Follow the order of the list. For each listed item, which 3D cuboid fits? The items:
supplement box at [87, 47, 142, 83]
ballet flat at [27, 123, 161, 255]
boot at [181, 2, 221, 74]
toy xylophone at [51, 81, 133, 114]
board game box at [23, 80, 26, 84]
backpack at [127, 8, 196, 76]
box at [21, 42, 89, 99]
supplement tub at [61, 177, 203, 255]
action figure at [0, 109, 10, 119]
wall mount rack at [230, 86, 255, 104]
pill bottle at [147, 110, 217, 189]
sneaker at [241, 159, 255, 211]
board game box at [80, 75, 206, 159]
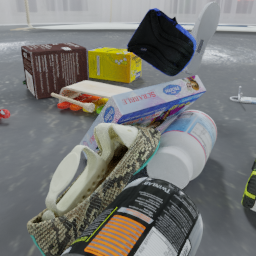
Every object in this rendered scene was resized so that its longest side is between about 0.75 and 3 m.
[{"bbox_3d":[-0.637,-2.864,12.513,2.232,1.222,1.215,11,27,22],"label":"supplement box"},{"bbox_3d":[-0.383,0.594,4.269,0.971,1.078,2.864,-9,32,43],"label":"ballet flat"},{"bbox_3d":[1.905,-2.722,8.405,0.777,2.114,1.010,15,13,-37],"label":"boot"},{"bbox_3d":[-1.112,-0.860,8.762,2.835,0.712,2.076,20,31,37],"label":"toy xylophone"},{"bbox_3d":[-4.134,-2.137,12.266,0.614,0.137,1.171,-3,25,-1],"label":"board game box"},{"bbox_3d":[0.786,-1.722,5.653,1.204,0.978,1.010,36,33,1],"label":"backpack"},{"bbox_3d":[-2.758,-2.235,10.609,2.044,1.679,1.696,-14,28,-27],"label":"box"},{"bbox_3d":[-0.016,1.497,3.040,1.200,1.200,1.959,14,28,27],"label":"supplement tub"},{"bbox_3d":[-4.541,-0.683,7.978,2.334,1.155,0.761,4,25,3],"label":"action figure"},{"bbox_3d":[4.201,-1.074,9.483,1.373,0.512,1.193,7,26,17],"label":"wall mount rack"},{"bbox_3d":[1.100,0.409,5.603,1.039,1.039,1.911,12,27,24],"label":"pill bottle"},{"bbox_3d":[2.945,0.704,5.239,1.037,1.024,2.715,21,41,24],"label":"sneaker"},{"bbox_3d":[0.244,-0.190,5.955,2.120,2.115,0.436,-18,74,-31],"label":"board game box"}]
